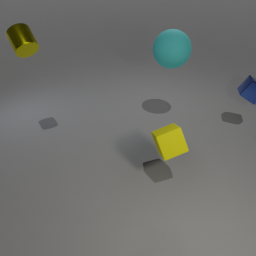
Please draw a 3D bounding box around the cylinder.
[{"bbox_3d":[-3.045,-2.522,8.098,0.700,0.700,0.700,-23,78,-33],"label":"cylinder"}]

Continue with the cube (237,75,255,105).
[{"bbox_3d":[4.701,-1.450,10.633,0.700,0.700,0.700,33,30,-6],"label":"cube"}]

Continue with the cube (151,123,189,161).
[{"bbox_3d":[1.119,0.361,7.579,0.700,0.700,0.700,-22,12,-2],"label":"cube"}]

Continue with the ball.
[{"bbox_3d":[1.611,-2.887,10.268,1.400,1.400,1.400,0,31,0],"label":"ball"}]
